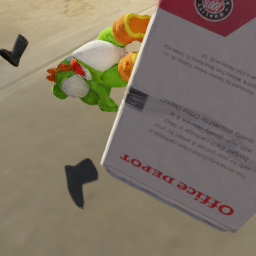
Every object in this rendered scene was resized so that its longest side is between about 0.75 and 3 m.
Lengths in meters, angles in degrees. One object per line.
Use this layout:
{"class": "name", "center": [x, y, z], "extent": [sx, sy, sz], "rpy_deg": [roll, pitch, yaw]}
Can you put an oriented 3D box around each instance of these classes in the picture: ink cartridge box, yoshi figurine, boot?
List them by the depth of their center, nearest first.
{"class": "ink cartridge box", "center": [0.542, -0.150, 1.691], "extent": [1.035, 1.421, 0.603], "rpy_deg": [26, 36, 6]}
{"class": "yoshi figurine", "center": [-0.245, -0.621, 3.120], "extent": [1.507, 0.844, 0.847], "rpy_deg": [-12, 35, 45]}
{"class": "boot", "center": [-2.774, -1.980, 6.848], "extent": [0.281, 0.704, 0.774], "rpy_deg": [13, 72, 17]}
